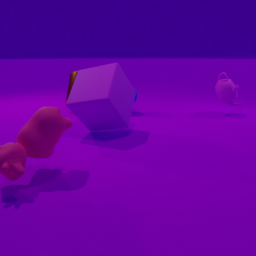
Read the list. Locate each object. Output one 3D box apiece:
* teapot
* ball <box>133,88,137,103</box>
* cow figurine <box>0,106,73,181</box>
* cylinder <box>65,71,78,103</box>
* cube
[{"bbox_3d":[3.870,-1.399,10.749,0.767,1.567,0.975,-20,16,34],"label":"teapot"},{"bbox_3d":[-0.046,-1.258,10.966,0.820,0.820,0.820,0,15,0],"label":"ball"},{"bbox_3d":[-1.777,0.223,5.154,0.836,1.524,1.499,38,3,4],"label":"cow figurine"},{"bbox_3d":[-1.819,-1.495,11.310,1.227,1.227,1.227,7,-12,1],"label":"cylinder"},{"bbox_3d":[-0.723,-0.853,8.111,1.342,1.342,1.342,-5,54,26],"label":"cube"}]
